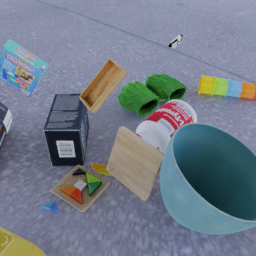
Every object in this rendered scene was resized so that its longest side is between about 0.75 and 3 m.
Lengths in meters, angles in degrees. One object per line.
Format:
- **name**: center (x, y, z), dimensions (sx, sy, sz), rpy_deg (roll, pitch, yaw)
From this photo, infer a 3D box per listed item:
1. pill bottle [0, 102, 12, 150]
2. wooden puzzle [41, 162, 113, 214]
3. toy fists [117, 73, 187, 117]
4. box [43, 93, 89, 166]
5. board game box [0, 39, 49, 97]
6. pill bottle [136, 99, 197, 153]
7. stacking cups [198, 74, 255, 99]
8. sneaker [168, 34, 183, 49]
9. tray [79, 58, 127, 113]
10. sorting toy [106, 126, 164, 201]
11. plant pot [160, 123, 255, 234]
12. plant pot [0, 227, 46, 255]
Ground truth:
- **pill bottle**: center (-4.769, 0.403, 8.874), dimensions (1.501, 1.501, 2.826), rpy_deg (-3, 41, -3)
- **wooden puzzle**: center (-1.401, 1.694, 8.280), dimensions (1.471, 0.255, 2.181), rpy_deg (17, 43, 20)
- **toy fists**: center (0.948, -1.436, 11.553), dimensions (2.962, 1.019, 1.510), rpy_deg (-25, 53, -29)
- **box**: center (-1.953, 0.008, 9.323), dimensions (1.100, 1.524, 2.054), rpy_deg (0, 39, -1)
- **board game box**: center (-2.778, -1.490, 7.239), dimensions (1.070, 1.407, 0.317), rpy_deg (33, 55, -19)
- **pill bottle**: center (1.145, 0.136, 9.311), dimensions (1.366, 1.366, 2.434), rpy_deg (27, 46, 29)
- **stacking cups**: center (4.516, -1.627, 12.008), dimensions (2.875, 0.870, 0.870), rpy_deg (12, 41, 8)
- **sneaker**: center (2.047, -3.681, 11.994), dimensions (0.334, 0.835, 0.308), rpy_deg (-19, 75, -36)
- **tray**: center (-0.513, -0.855, 5.645), dimensions (1.036, 0.192, 0.511), rpy_deg (-50, 53, 10)
- **sorting toy**: center (0.283, 0.964, 8.140), dimensions (1.591, 1.581, 0.554), rpy_deg (34, 30, 28)
- **plant pot**: center (1.892, 1.491, 6.997), dimensions (2.754, 1.855, 2.754), rpy_deg (17, 40, -15)
- **plant pot**: center (-2.784, 2.868, 5.617), dimensions (1.757, 1.809, 1.769), rpy_deg (16, 41, 19)
